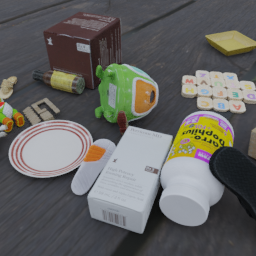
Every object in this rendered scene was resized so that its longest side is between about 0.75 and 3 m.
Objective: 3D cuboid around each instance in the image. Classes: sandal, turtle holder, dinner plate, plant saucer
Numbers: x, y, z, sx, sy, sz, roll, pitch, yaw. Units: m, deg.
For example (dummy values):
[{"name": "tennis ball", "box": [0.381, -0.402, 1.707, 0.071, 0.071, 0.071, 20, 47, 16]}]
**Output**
[{"name": "sandal", "box": [2.884, 1.467, 6.407, 1.023, 0.651, 2.721, -42, 95, -9]}, {"name": "sandal", "box": [-4.867, -1.770, 11.226, 0.549, 0.492, 1.497, 0, 41, 0]}, {"name": "sandal", "box": [-1.021, 1.077, 7.892, 0.681, 0.510, 1.778, 34, 67, 1]}, {"name": "turtle holder", "box": [-0.133, -1.093, 9.617, 1.851, 2.607, 1.980, -2, 78, -21]}, {"name": "dinner plate", "box": [-2.319, 0.616, 8.592, 2.488, 0.302, 2.488, 0, 41, 0]}, {"name": "plant saucer", "box": [5.184, -4.235, 14.136, 1.942, 0.471, 1.942, -14, 42, -17]}]

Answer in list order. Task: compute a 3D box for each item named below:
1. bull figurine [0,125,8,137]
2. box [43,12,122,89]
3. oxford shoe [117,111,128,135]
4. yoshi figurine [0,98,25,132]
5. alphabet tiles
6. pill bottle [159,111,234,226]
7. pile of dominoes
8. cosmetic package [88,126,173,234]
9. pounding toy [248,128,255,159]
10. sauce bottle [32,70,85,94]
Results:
[{"name": "bull figurine", "box": [-4.563, 0.292, 8.654, 2.231, 0.726, 1.354, 28, 46, 27]}, {"name": "box", "box": [-1.755, -3.343, 11.800, 2.143, 2.121, 2.583, 18, 44, 20]}, {"name": "oxford shoe", "box": [-0.142, -0.180, 8.306, 0.282, 0.800, 0.299, 3, 28, 15]}, {"name": "yoshi figurine", "box": [-4.385, -0.491, 9.672, 1.692, 0.951, 0.948, 38, 85, 22]}, {"name": "alphabet tiles", "box": [3.627, -1.575, 11.218, 2.909, 0.212, 2.845, 7, 41, 7]}, {"name": "pill bottle", "box": [1.776, 0.955, 7.237, 1.546, 1.546, 2.965, 15, 43, 17]}, {"name": "pile of dominoes", "box": [-3.121, -0.536, 10.081, 1.061, 0.217, 1.361, -30, 42, -22]}, {"name": "cosmetic package", "box": [0.175, 1.200, 7.359, 1.388, 1.011, 2.730, 13, 42, 15]}, {"name": "pounding toy", "box": [4.570, 0.695, 7.997, 1.639, 1.266, 1.781, -27, 37, -29]}, {"name": "sauce bottle", "box": [-2.825, -1.928, 11.246, 2.220, 0.718, 0.718, 17, 43, 17]}]
